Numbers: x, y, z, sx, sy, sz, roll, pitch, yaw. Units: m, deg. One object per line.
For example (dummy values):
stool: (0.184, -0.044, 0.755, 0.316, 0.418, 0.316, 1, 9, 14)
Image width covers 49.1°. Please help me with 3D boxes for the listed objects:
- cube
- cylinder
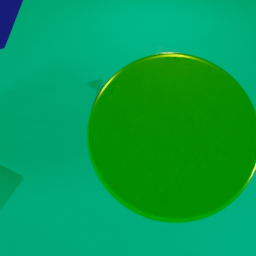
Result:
cube: (-2.713, -2.145, 4.408, 1.377, 1.377, 1.377, 38, 28, 2)
cylinder: (0.249, 0.115, 1.917, 0.930, 0.930, 0.930, 0, 78, 1)
